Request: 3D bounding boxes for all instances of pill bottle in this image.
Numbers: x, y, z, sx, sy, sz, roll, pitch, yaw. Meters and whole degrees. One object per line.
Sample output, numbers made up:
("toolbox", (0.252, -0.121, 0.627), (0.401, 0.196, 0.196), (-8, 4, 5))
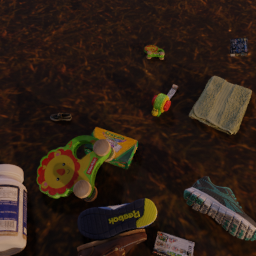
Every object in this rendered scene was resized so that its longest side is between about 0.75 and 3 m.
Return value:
("pill bottle", (-3.698, 2.370, 8.218), (1.395, 1.395, 2.411), (-9, 53, -7))

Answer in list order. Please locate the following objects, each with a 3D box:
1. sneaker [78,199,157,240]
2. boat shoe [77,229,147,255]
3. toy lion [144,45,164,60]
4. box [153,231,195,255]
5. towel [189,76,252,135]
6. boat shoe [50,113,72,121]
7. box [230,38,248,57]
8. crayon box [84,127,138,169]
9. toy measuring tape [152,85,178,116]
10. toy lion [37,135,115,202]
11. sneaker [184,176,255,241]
("sneaker", (-0.280, 2.729, 8.338), (2.493, 1.025, 0.922), (-13, 72, 13))
("boat shoe", (-0.396, 3.441, 7.884), (2.021, 0.711, 0.711), (-17, 57, -4))
("toy lion", (1.262, -3.689, 13.481), (0.971, 0.333, 0.931), (5, 46, 3))
("box", (1.327, 3.476, 8.140), (1.100, 0.191, 0.605), (15, 55, 11))
("towel", (3.813, -0.984, 11.305), (1.961, 0.482, 2.643), (26, 57, 17))
("boat shoe", (-2.654, -0.477, 11.056), (0.848, 0.270, 0.300), (0, 53, 0))
("box", (4.076, -2.982, 10.305), (0.597, 0.173, 0.751), (1, 62, 19))
("crayon box", (-0.599, 0.702, 10.027), (1.683, 0.490, 0.999), (18, 55, 13))
("toy measuring tape", (1.535, -1.273, 11.380), (0.765, 0.765, 2.080), (27, 58, 19))
("toy lion", (-1.841, 1.261, 9.245), (2.207, 0.790, 2.302), (18, 72, 22))
("sneaker", (3.026, 2.348, 8.562), (2.507, 0.972, 1.143), (33, 56, 21))
